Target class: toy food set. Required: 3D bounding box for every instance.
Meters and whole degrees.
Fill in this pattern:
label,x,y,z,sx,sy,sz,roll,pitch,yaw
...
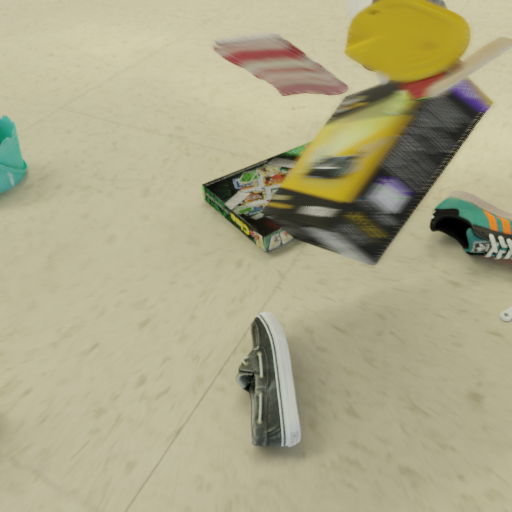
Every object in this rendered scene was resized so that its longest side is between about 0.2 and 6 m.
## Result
label,x,y,z,sx,sy,sz,roll,pitch,yaw
toy food set,1.458,-1.790,5.101,0.877,0.487,1.490,-39,52,-4

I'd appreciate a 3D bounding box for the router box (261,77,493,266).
label,x,y,z,sx,sy,sz,roll,pitch,yaw
router box,1.224,-1.078,6.747,2.087,0.693,2.654,-54,16,-2

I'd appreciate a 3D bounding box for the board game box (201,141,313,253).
label,x,y,z,sx,sy,sz,roll,pitch,yaw
board game box,1.074,-1.422,10.730,3.780,0.443,1.981,-26,45,-26

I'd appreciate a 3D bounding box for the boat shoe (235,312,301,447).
label,x,y,z,sx,sy,sz,roll,pitch,yaw
boat shoe,0.079,1.505,7.177,0.683,0.694,1.925,-3,43,-9

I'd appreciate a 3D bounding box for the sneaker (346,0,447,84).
label,x,y,z,sx,sy,sz,roll,pitch,yaw
sneaker,2.173,-4.047,9.289,1.281,1.497,3.438,2,67,-10

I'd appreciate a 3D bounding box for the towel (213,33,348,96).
label,x,y,z,sx,sy,sz,roll,pitch,yaw
towel,0.459,-3.383,10.105,1.554,0.245,2.158,12,-1,41

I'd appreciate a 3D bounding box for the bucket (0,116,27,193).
label,x,y,z,sx,sy,sz,roll,pitch,yaw
bucket,-5.297,-1.952,10.847,1.601,1.041,1.601,0,42,0

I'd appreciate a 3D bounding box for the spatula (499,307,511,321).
label,x,y,z,sx,sy,sz,roll,pitch,yaw
spatula,4.897,0.836,8.345,2.231,0.179,1.551,-22,47,-23

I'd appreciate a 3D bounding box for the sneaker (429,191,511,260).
label,x,y,z,sx,sy,sz,roll,pitch,yaw
sneaker,3.950,-0.260,9.192,2.293,0.818,0.916,28,57,32
